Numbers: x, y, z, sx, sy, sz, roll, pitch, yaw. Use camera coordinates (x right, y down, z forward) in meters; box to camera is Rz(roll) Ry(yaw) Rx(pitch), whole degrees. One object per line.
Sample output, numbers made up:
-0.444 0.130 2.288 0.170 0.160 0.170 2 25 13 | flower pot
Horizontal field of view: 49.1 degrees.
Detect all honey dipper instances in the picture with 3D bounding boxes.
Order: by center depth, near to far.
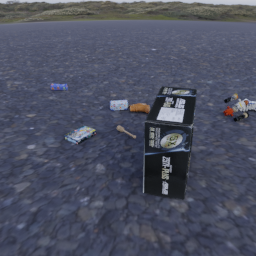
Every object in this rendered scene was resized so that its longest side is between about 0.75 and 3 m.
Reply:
-0.041 0.174 10.714 0.200 0.200 1.053 -20 34 -34 | honey dipper

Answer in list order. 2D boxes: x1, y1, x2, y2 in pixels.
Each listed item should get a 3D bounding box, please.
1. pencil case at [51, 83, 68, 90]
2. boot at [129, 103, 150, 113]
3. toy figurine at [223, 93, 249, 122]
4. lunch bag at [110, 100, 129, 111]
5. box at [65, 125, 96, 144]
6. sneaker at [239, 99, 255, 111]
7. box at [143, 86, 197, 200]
-3.744 -2.235 15.251 0.929 0.363 0.404 1 27 2 | pencil case
0.512 -0.843 12.525 0.828 0.394 1.070 -5 16 -12 | boot
4.621 -0.869 11.883 0.700 0.991 1.006 -21 33 -16 | toy figurine
-0.399 -1.073 13.025 0.877 0.331 0.703 -2 25 -2 | lunch bag
-1.783 0.247 10.574 0.688 0.190 1.008 18 32 31 | box
5.658 -1.097 12.892 1.192 0.482 0.688 2 29 7 | sneaker
1.286 0.287 8.226 1.186 2.256 2.754 7 27 13 | box
